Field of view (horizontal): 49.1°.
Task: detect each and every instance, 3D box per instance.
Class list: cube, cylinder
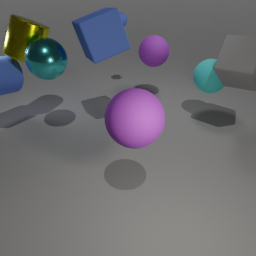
[{"bbox_3d":[-0.960,-3.279,9.839,1.400,1.400,1.400,-27,29,-9],"label":"cube"},{"bbox_3d":[4.149,-2.319,10.072,1.400,1.400,1.400,18,-8,37],"label":"cube"},{"bbox_3d":[-3.751,-3.255,10.360,1.400,1.400,1.400,19,18,-6],"label":"cylinder"},{"bbox_3d":[-4.897,-1.908,10.423,1.400,1.400,1.400,21,29,30],"label":"cylinder"}]

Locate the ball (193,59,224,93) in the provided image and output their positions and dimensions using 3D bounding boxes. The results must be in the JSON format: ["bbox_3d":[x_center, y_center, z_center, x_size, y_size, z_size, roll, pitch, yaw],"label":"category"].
[{"bbox_3d":[3.420,-2.146,11.611,1.400,1.400,1.400,0,32,0],"label":"ball"}]

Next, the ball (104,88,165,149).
[{"bbox_3d":[0.155,-0.223,6.510,1.400,1.400,1.400,0,32,0],"label":"ball"}]

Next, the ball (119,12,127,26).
[{"bbox_3d":[-0.376,-5.140,13.329,0.700,0.700,0.700,0,32,0],"label":"ball"}]

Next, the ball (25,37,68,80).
[{"bbox_3d":[-2.759,-2.338,9.504,1.400,1.400,1.400,0,32,0],"label":"ball"}]

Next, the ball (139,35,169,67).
[{"bbox_3d":[1.186,-3.507,12.821,1.400,1.400,1.400,0,32,0],"label":"ball"}]
